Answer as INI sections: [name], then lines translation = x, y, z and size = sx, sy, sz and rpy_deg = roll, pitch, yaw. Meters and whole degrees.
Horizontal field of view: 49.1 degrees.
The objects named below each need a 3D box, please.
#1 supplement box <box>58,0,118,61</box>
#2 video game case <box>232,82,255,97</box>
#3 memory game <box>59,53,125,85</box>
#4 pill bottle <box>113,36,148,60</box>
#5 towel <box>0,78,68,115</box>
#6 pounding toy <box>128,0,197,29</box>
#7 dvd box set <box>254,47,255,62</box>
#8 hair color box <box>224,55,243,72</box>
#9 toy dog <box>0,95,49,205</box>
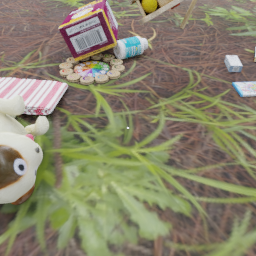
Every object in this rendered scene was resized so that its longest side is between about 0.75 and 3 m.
[supplement box]
translation = -1.538, -4.260, 11.859
size = 1.884, 1.486, 2.879
rpy_deg = -19, 32, 11
[video game case]
translation = 4.433, -1.394, 9.928
size = 1.203, 0.107, 0.861
rpy_deg = -3, 39, -3
[memory game]
translation = -1.440, -2.445, 11.196
size = 2.653, 0.169, 2.653
rpy_deg = 0, 39, 0
[pill bottle]
translation = 0.141, -3.455, 11.961
size = 1.419, 0.786, 0.786
rpy_deg = -21, 43, -24
[towel]
translation = -3.535, -1.068, 9.229
size = 2.759, 0.413, 2.019
rpy_deg = 5, 33, 3
[pounding toy]
translation = 1.552, -3.782, 8.352
size = 2.892, 1.659, 1.653
rpy_deg = -34, 17, -12
[dvd box set]
translation = 6.228, -3.017, 11.848
size = 1.658, 0.244, 1.213
rpy_deg = 14, 40, 17
[hair color box]
translation = 4.239, -2.601, 11.294
size = 0.476, 0.292, 0.962
rpy_deg = 3, 39, 3
[toy dog]
translation = -3.141, 0.405, 6.207
size = 2.929, 2.044, 2.840
rpy_deg = 31, 64, 32
